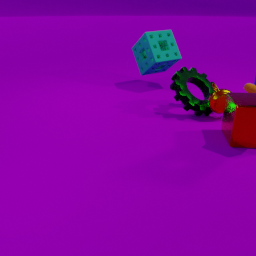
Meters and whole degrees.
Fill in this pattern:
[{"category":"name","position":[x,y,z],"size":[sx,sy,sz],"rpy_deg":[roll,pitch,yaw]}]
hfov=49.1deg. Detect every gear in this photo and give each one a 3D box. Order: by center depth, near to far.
[{"category":"gear","position":[2.195,-1.199,9.076],"size":[1.746,0.323,1.746],"rpy_deg":[14,55,-21]}]

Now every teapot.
[{"category":"teapot","position":[2.832,-0.818,8.557],"size":[0.787,1.266,0.620],"rpy_deg":[-26,24,9]}]

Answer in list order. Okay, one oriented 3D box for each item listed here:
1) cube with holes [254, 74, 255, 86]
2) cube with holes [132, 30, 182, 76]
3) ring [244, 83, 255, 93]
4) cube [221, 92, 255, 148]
[{"category":"cube with holes","position":[3.381,-1.108,6.268],"size":[0.704,0.704,0.704],"rpy_deg":[-38,65,6]},{"category":"cube with holes","position":[1.164,-3.111,11.644],"size":[1.285,1.285,1.285],"rpy_deg":[-15,-7,-27]},{"category":"ring","position":[4.693,-1.140,9.583],"size":[1.489,0.298,1.489],"rpy_deg":[20,20,-7]},{"category":"cube","position":[3.145,-0.219,7.214],"size":[1.119,1.119,1.119],"rpy_deg":[2,24,5]}]
